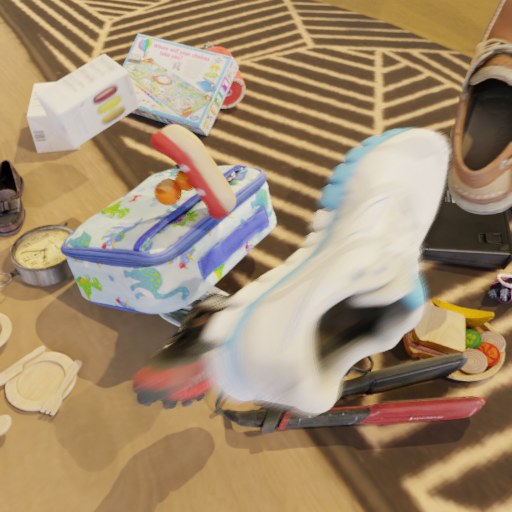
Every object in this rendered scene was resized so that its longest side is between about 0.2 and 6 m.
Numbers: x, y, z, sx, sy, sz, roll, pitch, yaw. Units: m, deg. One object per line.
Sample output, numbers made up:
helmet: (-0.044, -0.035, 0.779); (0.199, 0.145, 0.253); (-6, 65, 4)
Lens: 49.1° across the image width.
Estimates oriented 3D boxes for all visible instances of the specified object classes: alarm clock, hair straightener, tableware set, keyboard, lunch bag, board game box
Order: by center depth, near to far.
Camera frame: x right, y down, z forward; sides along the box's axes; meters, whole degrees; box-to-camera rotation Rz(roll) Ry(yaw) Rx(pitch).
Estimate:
hair straightener: (1.158, 1.660, 7.558); (3.471, 0.710, 1.336); (-7, 57, 1)
tableware set: (-3.893, 1.772, 7.715); (2.568, 0.298, 2.145); (22, 47, 22)
lunch bag: (-1.244, -0.404, 8.863); (2.452, 1.257, 3.050); (7, 35, 35)
alarm clock: (-3.623, 0.087, 9.347); (1.658, 0.552, 1.118); (-32, 52, -32)
keyboard: (4.162, -1.118, 10.741); (2.238, 0.478, 3.727); (3, 43, 13)
board game box: (-1.978, -4.040, 13.127); (2.694, 0.461, 1.811); (22, 85, 22)

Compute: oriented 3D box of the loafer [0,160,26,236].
loafer: (-4.772, -1.135, 10.632); (0.665, 0.583, 1.851); (-11, 44, -11)

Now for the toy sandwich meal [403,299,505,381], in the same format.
toy sandwich meal: (2.916, 1.165, 8.206); (1.497, 0.513, 1.497); (0, 43, 0)

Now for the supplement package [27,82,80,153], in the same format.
supplement package: (-4.467, -3.121, 12.510); (0.922, 0.934, 1.540); (-7, 43, -8)

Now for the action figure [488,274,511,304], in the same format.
action figure: (4.213, 0.370, 8.975); (0.970, 0.722, 0.650); (-25, 41, -6)

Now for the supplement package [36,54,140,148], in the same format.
supplement package: (-2.734, -2.558, 9.213); (1.343, 0.764, 0.736); (-40, 61, -18)

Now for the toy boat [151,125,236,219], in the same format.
toy boat: (-0.952, -1.012, 7.428); (0.911, 1.394, 0.909); (-33, 17, 3)

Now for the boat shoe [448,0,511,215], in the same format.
boat shoe: (3.406, -2.282, 7.499); (1.290, 1.223, 3.408); (9, 78, 30)

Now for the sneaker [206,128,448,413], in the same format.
sneaker: (0.929, 0.075, 4.343); (2.840, 1.065, 1.231); (-52, 30, -20)

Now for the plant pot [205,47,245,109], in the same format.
plant pot: (-0.878, -4.260, 13.644); (1.225, 1.225, 1.083); (-19, 58, -19)

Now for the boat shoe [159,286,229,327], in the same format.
boat shoe: (-0.381, 1.043, 8.120); (2.407, 0.885, 0.804); (14, 36, 32)

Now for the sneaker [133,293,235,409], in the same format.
sneaker: (-0.594, 0.929, 6.041); (0.698, 0.965, 1.976); (10, 16, 30)

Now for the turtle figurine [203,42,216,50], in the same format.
turtle figurine: (-1.385, -5.573, 15.520); (0.902, 0.454, 0.675); (-28, 35, -7)
